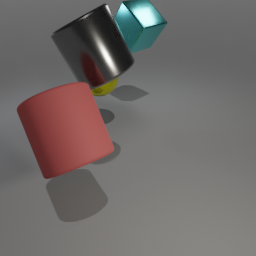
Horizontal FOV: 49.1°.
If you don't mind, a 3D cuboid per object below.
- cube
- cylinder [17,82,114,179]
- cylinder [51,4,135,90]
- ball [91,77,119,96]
[{"bbox_3d":[0.379,-4.032,11.071,1.400,1.400,1.400,-28,77,-38],"label":"cube"},{"bbox_3d":[-1.152,0.045,5.277,1.400,1.400,1.400,-22,0,0],"label":"cylinder"},{"bbox_3d":[-0.763,-1.788,6.282,1.400,1.400,1.400,-25,23,11],"label":"cylinder"},{"bbox_3d":[-1.035,-1.837,10.029,1.400,1.400,1.400,0,29,0],"label":"ball"}]
